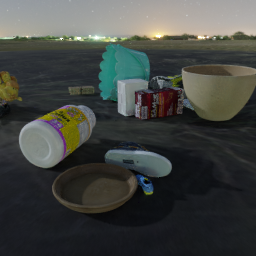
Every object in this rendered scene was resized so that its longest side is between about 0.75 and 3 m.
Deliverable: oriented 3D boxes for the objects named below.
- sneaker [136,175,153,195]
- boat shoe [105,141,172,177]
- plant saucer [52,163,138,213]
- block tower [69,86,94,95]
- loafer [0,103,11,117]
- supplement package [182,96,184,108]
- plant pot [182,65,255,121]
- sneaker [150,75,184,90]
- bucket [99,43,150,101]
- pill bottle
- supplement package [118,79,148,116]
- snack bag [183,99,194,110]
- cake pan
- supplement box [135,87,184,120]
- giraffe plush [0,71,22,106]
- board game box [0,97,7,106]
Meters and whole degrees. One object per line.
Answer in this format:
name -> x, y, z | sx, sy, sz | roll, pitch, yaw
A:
sneaker -> 0.393, 1.279, 6.789 | 0.267, 0.317, 0.809 | -9, 20, -18
boat shoe -> 0.359, 0.757, 7.646 | 1.887, 0.668, 0.857 | 7, 25, 25
plant saucer -> -0.752, 1.375, 6.557 | 1.964, 0.289, 1.964 | -1, 20, 0
block tower -> -2.676, -2.169, 16.109 | 1.439, 0.389, 0.416 | -3, 21, -11
loafer -> -5.526, -0.758, 12.168 | 0.423, 0.437, 1.246 | 2, 20, 5
supplement package -> 2.160, -1.326, 13.494 | 0.607, 0.600, 1.001 | -9, 22, -23
plant pot -> 3.746, -1.450, 11.743 | 2.992, 2.008, 2.992 | -2, 20, 1
sneaker -> 2.526, -2.434, 15.693 | 2.713, 1.010, 1.148 | 1, 9, 33
bucket -> -0.234, -2.750, 14.341 | 1.872, 2.877, 2.877 | 2, 18, -21
pill bottle -> -1.962, 0.086, 8.541 | 1.340, 1.340, 2.571 | 7, 21, 18
supplement package -> 0.214, -1.368, 12.366 | 1.124, 1.443, 0.800 | -10, 22, -25
snack bag -> 3.510, -1.255, 13.886 | 1.755, 0.199, 1.861 | -9, 22, -21
cake pan -> 2.134, -2.149, 15.812 | 2.990, 0.548, 2.990 | 0, 20, 0
supplement box -> 1.342, -1.080, 12.026 | 2.096, 1.141, 0.638 | -10, 22, -23
giraffe plush -> -5.436, -1.727, 12.612 | 1.394, 1.616, 1.310 | -9, 15, -44
board game box -> -6.975, -1.621, 12.807 | 2.352, 0.580, 2.977 | 24, 14, 2
